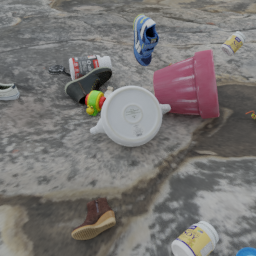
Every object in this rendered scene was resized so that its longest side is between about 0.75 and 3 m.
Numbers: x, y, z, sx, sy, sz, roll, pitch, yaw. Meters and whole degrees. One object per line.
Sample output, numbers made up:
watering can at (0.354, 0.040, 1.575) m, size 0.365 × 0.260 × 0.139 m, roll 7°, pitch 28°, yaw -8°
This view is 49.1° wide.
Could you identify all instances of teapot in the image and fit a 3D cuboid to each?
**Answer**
teapot at (0.118, -0.355, 9.948) m, size 2.257 × 1.648 × 2.228 m, roll 28°, pitch 80°, yaw -1°

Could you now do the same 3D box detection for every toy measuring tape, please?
toy measuring tape at (-1.162, -1.384, 11.848) m, size 0.880 × 0.880 × 2.392 m, roll 12°, pitch 40°, yaw 15°

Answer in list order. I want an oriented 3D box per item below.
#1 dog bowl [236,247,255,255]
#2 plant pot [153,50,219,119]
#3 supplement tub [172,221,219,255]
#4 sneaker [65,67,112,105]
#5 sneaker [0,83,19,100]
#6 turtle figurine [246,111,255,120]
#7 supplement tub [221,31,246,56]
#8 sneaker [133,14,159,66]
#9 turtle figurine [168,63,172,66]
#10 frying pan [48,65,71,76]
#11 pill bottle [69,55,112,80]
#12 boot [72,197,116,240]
dog bowl at (3.115, 3.360, 6.309) m, size 1.457 × 0.361 × 0.812 m, roll 27°, pitch 46°, yaw 29°
plant pot at (2.275, -1.586, 10.973) m, size 2.297 × 2.566 × 2.566 m, roll -6°, pitch 37°, yaw 17°
supplement tub at (1.624, 2.782, 6.734) m, size 0.998 × 0.725 × 0.725 m, roll -27°, pitch 46°, yaw -30°
sneaker at (-1.468, -1.822, 12.472) m, size 2.394 × 0.895 × 1.272 m, roll -32°, pitch 53°, yaw -21°
sneaker at (-5.859, -1.630, 12.210) m, size 2.091 × 0.740 × 0.764 m, roll -6°, pitch 39°, yaw -7°
turtle figurine at (5.194, -0.323, 10.906) m, size 1.091 × 0.351 × 0.880 m, roll 0°, pitch 45°, yaw -4°
supplement tub at (3.798, -3.026, 10.063) m, size 0.750 × 0.546 × 0.546 m, roll -47°, pitch 47°, yaw 5°
sneaker at (0.867, -3.930, 13.058) m, size 0.920 × 2.488 × 1.023 m, roll -37°, pitch 50°, yaw -27°
turtle figurine at (2.150, -3.049, 14.383) m, size 0.609 × 0.243 × 0.755 m, roll -19°, pitch 50°, yaw -11°
frying pan at (-3.524, -2.889, 14.230) m, size 0.886 × 0.238 × 1.465 m, roll -22°, pitch 40°, yaw -24°
pill bottle at (-1.810, -2.915, 13.522) m, size 1.910 × 1.107 × 1.107 m, roll -11°, pitch 40°, yaw -13°
boot at (-0.992, 2.418, 7.555) m, size 1.218 × 0.441 × 1.013 m, roll -15°, pitch 29°, yaw -16°
